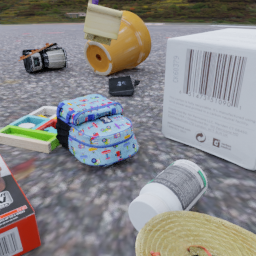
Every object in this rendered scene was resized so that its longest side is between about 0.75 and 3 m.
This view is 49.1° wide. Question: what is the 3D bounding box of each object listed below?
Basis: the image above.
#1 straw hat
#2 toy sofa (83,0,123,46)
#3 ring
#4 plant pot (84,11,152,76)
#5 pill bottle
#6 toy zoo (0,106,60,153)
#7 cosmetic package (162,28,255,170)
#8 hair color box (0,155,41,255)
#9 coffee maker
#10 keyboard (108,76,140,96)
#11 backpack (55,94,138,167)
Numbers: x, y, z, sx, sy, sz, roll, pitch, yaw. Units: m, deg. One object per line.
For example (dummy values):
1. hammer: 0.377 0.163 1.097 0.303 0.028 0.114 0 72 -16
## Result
1. straw hat: 0.870 1.728 2.819 2.017 0.853 2.017 15 12 -3
2. toy sofa: -0.363 -1.518 3.980 0.453 0.534 1.094 12 10 -11
3. ring: -2.657 -2.196 8.012 1.110 0.107 1.110 -23 20 9
4. plant pot: -0.658 -3.757 13.161 2.682 2.682 2.456 17 45 32
5. pill bottle: 0.651 1.086 4.418 0.749 0.749 1.324 18 29 34
6. toy zoo: -2.118 -0.121 7.641 1.628 0.254 2.482 9 27 19
7. cosmetic package: 2.717 -0.992 6.861 2.469 2.471 2.995 23 34 40
8. hair color box: -2.247 1.176 4.343 1.066 0.643 2.100 -18 30 -32
9. coffee maker: -4.124 -3.279 13.722 1.856 1.250 1.782 -14 -1 -30
10. keyboard: -0.118 -1.674 11.066 1.286 0.275 2.141 -8 26 -1
11. backpack: -0.635 0.059 6.203 1.568 1.156 1.718 -15 30 -32
